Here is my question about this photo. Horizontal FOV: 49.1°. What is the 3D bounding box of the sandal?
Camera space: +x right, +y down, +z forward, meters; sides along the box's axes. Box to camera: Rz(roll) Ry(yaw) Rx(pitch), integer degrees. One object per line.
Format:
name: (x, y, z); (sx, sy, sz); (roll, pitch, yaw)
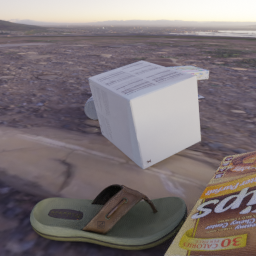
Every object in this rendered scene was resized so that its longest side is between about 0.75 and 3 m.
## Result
sandal: (-0.318, 1.299, 4.414); (2.526, 0.721, 1.003); (0, 21, 1)

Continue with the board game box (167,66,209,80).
board game box: (2.728, -2.935, 15.108); (2.631, 0.450, 1.769); (-8, 23, -18)

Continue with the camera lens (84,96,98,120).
camera lens: (-1.005, -0.744, 9.395); (0.739, 0.739, 0.923); (4, 23, 10)

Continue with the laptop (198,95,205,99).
laptop: (2.605, -1.560, 11.657); (0.868, 0.537, 0.927); (-9, 24, -20)

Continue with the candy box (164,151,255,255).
candy box: (1.911, 1.153, 3.907); (1.674, 0.802, 2.901); (-18, 7, 37)

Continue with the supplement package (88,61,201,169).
supplement package: (0.370, -0.482, 7.063); (1.730, 1.743, 2.297); (-23, 30, -21)
